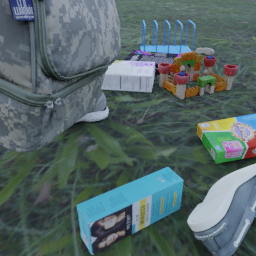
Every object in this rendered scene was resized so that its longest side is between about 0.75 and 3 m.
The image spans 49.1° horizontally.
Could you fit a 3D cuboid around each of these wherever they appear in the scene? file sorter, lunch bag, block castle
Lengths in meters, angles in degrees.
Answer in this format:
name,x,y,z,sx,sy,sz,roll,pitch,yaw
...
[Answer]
name,x,y,z,sx,sy,sz,roll,pitch,yaw
file sorter,2.003,-4.660,14.523,2.626,1.611,1.822,-1,30,-1
lunch bag,-1.285,-1.298,4.131,1.916,2.306,2.749,26,27,8
block castle,2.573,-2.099,10.541,2.600,1.220,1.738,-13,32,-20

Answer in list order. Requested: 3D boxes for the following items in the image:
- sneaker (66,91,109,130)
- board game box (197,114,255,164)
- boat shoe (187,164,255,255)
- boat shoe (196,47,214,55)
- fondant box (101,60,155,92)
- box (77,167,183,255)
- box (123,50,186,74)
name,x,y,z,sx,sy,sz,roll,pitch,yaw
sneaker,-1.701,-0.558,8.222,2.356,0.934,0.871,-18,36,-25
board game box,2.805,0.226,7.118,1.719,0.347,1.315,-10,34,-4
boat shoe,2.029,1.421,5.259,2.574,0.937,0.795,-24,81,-46
boat shoe,4.090,-4.088,14.798,0.982,0.353,0.292,11,35,28
fondant box,-0.183,-2.088,11.038,2.403,0.700,1.734,5,31,7
box,0.089,1.415,4.992,1.911,0.786,0.470,-18,35,-27
box,1.256,-3.019,12.840,2.735,0.494,1.955,10,31,13
